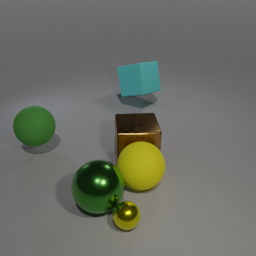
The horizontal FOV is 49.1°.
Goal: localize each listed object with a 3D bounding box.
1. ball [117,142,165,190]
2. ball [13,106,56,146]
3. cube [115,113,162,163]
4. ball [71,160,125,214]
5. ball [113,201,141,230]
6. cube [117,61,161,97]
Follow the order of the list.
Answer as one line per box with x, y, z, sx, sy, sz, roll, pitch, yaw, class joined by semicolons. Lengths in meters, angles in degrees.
0.380;1.099;8.161;1.400;1.400;1.400;0;29;0;ball
-3.225;-0.063;9.696;1.400;1.400;1.400;0;29;0;ball
0.288;0.422;9.381;1.400;1.400;1.400;-2;30;-4;cube
-0.784;1.540;7.407;1.400;1.400;1.400;0;29;0;ball
-0.031;2.169;6.969;0.700;0.700;0.700;0;29;0;ball
0.537;-2.318;13.258;1.400;1.400;1.400;1;14;42;cube
